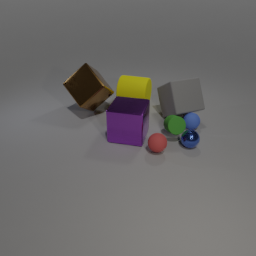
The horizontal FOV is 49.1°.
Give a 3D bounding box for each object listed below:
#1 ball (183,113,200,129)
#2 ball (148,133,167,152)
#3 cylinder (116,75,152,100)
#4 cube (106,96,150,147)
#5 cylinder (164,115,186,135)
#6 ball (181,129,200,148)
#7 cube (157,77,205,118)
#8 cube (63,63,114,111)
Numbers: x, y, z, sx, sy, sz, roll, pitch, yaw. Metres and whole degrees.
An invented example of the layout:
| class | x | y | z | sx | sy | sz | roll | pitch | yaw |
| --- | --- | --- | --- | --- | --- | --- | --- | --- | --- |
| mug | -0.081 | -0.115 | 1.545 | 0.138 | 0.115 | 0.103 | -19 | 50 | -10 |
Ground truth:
| class | x | y | z | sx | sy | sz | roll | pitch | yaw |
| --- | --- | --- | --- | --- | --- | --- | --- | --- | --- |
| ball | 2.654 | -0.292 | 11.685 | 0.700 | 0.700 | 0.700 | 0 | 30 | 0 |
| ball | 1.059 | 0.526 | 10.089 | 0.700 | 0.700 | 0.700 | 0 | 30 | 0 |
| cylinder | 0.308 | -1.771 | 13.468 | 1.400 | 1.400 | 1.400 | 9 | 31 | 16 |
| cube | 0.029 | -0.293 | 10.977 | 1.400 | 1.400 | 1.400 | 7 | 31 | 12 |
| cylinder | 1.795 | -0.130 | 10.819 | 0.700 | 0.700 | 0.700 | -4 | 8 | -6 |
| ball | 2.329 | 0.403 | 10.468 | 0.700 | 0.700 | 0.700 | 0 | 30 | 0 |
| cube | 2.282 | -1.306 | 12.248 | 1.400 | 1.400 | 1.400 | -11 | 0 | -18 |
| cube | -1.726 | -1.775 | 12.498 | 1.400 | 1.400 | 1.400 | 52 | 10 | 13 |
